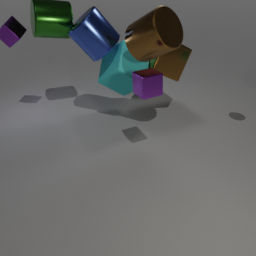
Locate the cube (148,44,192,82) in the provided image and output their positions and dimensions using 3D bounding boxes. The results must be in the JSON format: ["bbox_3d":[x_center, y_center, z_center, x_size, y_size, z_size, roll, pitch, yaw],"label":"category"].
[{"bbox_3d":[1.507,-2.945,11.703,1.400,1.400,1.400,16,14,-30],"label":"cube"}]

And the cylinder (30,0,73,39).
[{"bbox_3d":[-2.976,-4.220,10.871,1.400,1.400,1.400,-6,30,-24],"label":"cylinder"}]

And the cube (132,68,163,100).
[{"bbox_3d":[0.594,-1.362,8.551,0.700,0.700,0.700,-16,32,-21],"label":"cube"}]

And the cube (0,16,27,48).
[{"bbox_3d":[-4.393,-3.605,10.513,0.700,0.700,0.700,-22,39,33],"label":"cube"}]

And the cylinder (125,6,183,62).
[{"bbox_3d":[0.852,-3.044,9.222,1.400,1.400,1.400,-29,11,-39],"label":"cylinder"}]

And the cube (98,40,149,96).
[{"bbox_3d":[-0.165,-2.343,11.183,1.400,1.400,1.400,23,-26,-34],"label":"cube"}]

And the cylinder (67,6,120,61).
[{"bbox_3d":[-1.248,-3.435,10.292,1.400,1.400,1.400,-34,30,23],"label":"cylinder"}]
